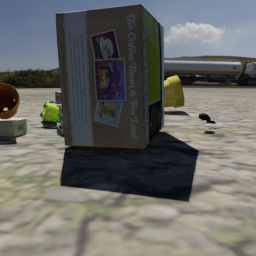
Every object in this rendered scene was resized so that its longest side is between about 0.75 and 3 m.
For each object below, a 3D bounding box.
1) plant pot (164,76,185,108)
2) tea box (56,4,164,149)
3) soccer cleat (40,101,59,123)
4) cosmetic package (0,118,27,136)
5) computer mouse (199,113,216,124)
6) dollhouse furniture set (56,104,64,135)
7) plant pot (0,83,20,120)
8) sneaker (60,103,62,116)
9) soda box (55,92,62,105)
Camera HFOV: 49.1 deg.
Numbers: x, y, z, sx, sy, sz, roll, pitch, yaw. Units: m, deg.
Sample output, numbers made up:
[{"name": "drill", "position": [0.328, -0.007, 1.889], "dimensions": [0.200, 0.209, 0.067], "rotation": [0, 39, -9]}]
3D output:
[{"name": "plant pot", "position": [1.564, -1.385, 11.531], "dimensions": [1.217, 1.293, 1.293], "rotation": [-13, 10, 1]}, {"name": "tea box", "position": [-0.179, -1.041, 6.036], "dimensions": [1.657, 2.480, 2.440], "rotation": [1, 9, 15]}, {"name": "soccer cleat", "position": [-2.258, -0.437, 8.667], "dimensions": [0.805, 0.670, 1.986], "rotation": [21, 1, -17]}, {"name": "cosmetic package", "position": [-3.045, -0.047, 6.794], "dimensions": [1.033, 0.378, 0.535], "rotation": [2, 10, 18]}, {"name": "computer mouse", "position": [2.108, -0.252, 7.377], "dimensions": [0.272, 0.158, 0.927], "rotation": [3, -9, 35]}, {"name": "dollhouse furniture set", "position": [-1.346, -0.245, 7.129], "dimensions": [0.936, 0.647, 0.992], "rotation": [-4, 11, -19]}, {"name": "plant pot", "position": [-2.851, -0.544, 6.408], "dimensions": [0.785, 0.785, 0.549], "rotation": [-2, -25, -11]}, {"name": "sneaker", "position": [-1.256, -0.387, 6.846], "dimensions": [0.951, 0.542, 0.345], "rotation": [26, 36, 12]}, {"name": "soda box", "position": [-1.753, -0.951, 10.593], "dimensions": [2.379, 0.813, 0.756], "rotation": [10, 14, 40]}]
